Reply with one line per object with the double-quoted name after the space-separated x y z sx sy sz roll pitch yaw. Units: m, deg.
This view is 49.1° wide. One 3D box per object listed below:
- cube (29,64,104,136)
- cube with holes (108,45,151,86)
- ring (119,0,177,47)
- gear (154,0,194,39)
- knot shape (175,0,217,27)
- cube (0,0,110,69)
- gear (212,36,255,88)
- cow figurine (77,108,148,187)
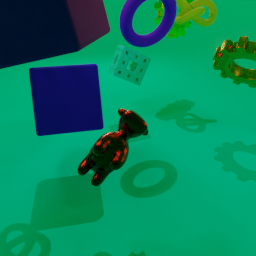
-1.303 -0.595 6.076 1.321 1.321 1.321 -6 5 -11 "cube"
0.027 -1.975 8.789 0.909 0.909 0.909 19 13 -20 "cube with holes"
0.499 -2.662 6.753 1.535 1.535 0.307 -14 49 -25 "ring"
1.752 -4.387 10.352 0.372 2.012 2.012 20 33 41 "gear"
2.303 -3.918 9.430 1.413 0.698 1.510 4 45 -5 "knot shape"
-1.002 -1.384 2.936 1.167 1.167 1.167 -8 25 16 "cube"
3.163 -1.672 7.351 1.800 1.800 0.333 16 75 28 "gear"
-0.204 0.261 4.580 0.660 1.203 1.184 40 34 -4 "cow figurine"
